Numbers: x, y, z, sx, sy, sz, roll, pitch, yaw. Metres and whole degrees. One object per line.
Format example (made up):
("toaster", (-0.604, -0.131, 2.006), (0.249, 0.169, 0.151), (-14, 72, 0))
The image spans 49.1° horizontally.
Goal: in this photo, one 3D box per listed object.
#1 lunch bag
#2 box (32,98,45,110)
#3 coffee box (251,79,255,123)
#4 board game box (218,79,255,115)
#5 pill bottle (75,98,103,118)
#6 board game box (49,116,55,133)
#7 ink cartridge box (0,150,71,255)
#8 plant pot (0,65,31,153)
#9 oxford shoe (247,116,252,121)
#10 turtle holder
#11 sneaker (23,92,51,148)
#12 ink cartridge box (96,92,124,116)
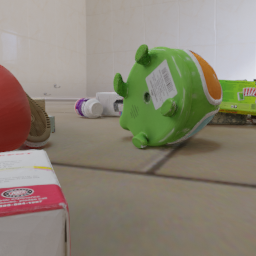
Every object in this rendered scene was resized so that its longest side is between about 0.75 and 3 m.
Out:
("lunch bag", (3.258, -0.919, 9.658), (1.787, 1.499, 1.245), (3, 8, 20))
("box", (-3.543, -0.442, 8.444), (1.924, 0.914, 0.748), (-9, 12, -42))
("coffee box", (5.273, -0.827, 8.961), (2.381, 1.362, 0.949), (3, -7, 28))
("board game box", (3.148, -0.985, 8.749), (1.894, 0.962, 0.451), (8, -9, 24))
("pill bottle", (-1.602, -0.822, 11.599), (0.792, 0.792, 1.409), (-5, 10, -34))
("board game box", (-2.403, -0.114, 7.638), (0.458, 0.450, 0.873), (-7, 10, -42))
("ink cartridge box", (-1.007, 0.582, 1.895), (1.033, 0.599, 1.400), (-3, 6, -20))
("plant pot", (-2.610, -0.136, 4.198), (1.675, 1.675, 1.482), (3, 19, 23))
("oxford shoe", (4.764, -0.411, 9.978), (1.109, 0.415, 0.391), (5, 9, 35))
("turtle holder", (0.846, -0.447, 5.953), (1.820, 2.563, 1.947), (-6, 41, -32))
("sneaker", (-2.576, -0.016, 6.313), (0.870, 1.374, 2.443), (-4, 38, -44))
("ink cartridge box", (-0.011, -1.066, 12.471), (2.408, 1.031, 1.777), (3, 8, 17))
